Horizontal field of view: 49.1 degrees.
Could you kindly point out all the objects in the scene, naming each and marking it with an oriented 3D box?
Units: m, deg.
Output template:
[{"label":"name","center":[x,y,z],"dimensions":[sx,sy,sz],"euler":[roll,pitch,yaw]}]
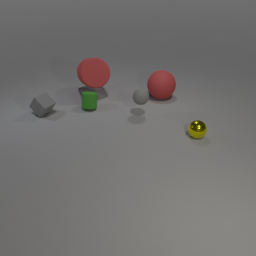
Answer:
[{"label":"cube","center":[-3.718,-1.015,12.199],"dimensions":[0.700,0.700,0.700],"euler":[47,40,2]},{"label":"ball","center":[1.643,-2.131,13.740],"dimensions":[1.400,1.400,1.400],"euler":[0,29,0]},{"label":"cylinder","center":[-1.760,-1.260,12.784],"dimensions":[0.700,0.700,0.700],"euler":[3,16,-1]},{"label":"cylinder","center":[-1.694,-2.680,13.568],"dimensions":[1.400,1.400,1.400],"euler":[-9,15,-15]},{"label":"ball","center":[2.635,0.048,10.620],"dimensions":[0.700,0.700,0.700],"euler":[0,29,0]},{"label":"ball","center":[0.544,-1.322,11.887],"dimensions":[0.700,0.700,0.700],"euler":[0,29,0]}]
